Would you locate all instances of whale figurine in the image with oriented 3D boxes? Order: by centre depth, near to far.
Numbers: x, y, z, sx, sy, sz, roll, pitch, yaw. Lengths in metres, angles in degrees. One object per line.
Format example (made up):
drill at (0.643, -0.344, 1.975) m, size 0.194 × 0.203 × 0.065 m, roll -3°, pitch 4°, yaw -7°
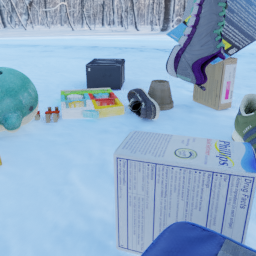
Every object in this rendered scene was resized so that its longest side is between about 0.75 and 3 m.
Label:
whale figurine at (-3.623, -0.634, 7.194) m, size 2.175 × 1.419 × 2.734 m, roll 31°, pitch 45°, yaw 21°

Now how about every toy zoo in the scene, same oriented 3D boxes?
toy zoo at (-1.281, -0.845, 9.482) m, size 1.950 × 0.304 × 2.972 m, roll -5°, pitch 22°, yaw -13°

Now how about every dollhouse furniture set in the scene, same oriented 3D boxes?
dollhouse furniture set at (-2.428, -0.464, 8.411) m, size 0.752 × 0.392 × 0.761 m, roll -3°, pitch 22°, yaw -9°

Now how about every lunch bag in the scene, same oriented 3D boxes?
lunch bag at (0.385, 1.665, 1.746) m, size 1.409 × 1.372 × 2.074 m, roll 14°, pitch 25°, yaw 31°

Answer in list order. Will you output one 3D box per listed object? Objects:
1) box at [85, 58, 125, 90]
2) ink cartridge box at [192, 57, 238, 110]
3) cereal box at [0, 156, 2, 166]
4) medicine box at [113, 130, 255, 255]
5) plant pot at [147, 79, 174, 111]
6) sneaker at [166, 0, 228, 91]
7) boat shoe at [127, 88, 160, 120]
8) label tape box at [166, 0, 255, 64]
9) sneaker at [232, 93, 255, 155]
box at (-0.944, -2.432, 12.414) m, size 1.516 × 1.069 × 2.049 m, roll 2°, pitch 22°, yaw 5°
ink cartridge box at (2.898, -1.600, 9.497) m, size 0.634 × 1.688 × 1.390 m, roll -10°, pitch 24°, yaw -25°
cereal box at (-3.317, 0.403, 5.976) m, size 0.954 × 0.262 × 1.326 m, roll -13°, pitch 42°, yaw -28°
medicine box at (0.679, 0.897, 3.573) m, size 1.585 × 1.444 × 0.816 m, roll 6°, pitch 23°, yaw 15°
plant pot at (1.073, -1.154, 9.495) m, size 1.019 × 0.885 × 1.019 m, roll 1°, pitch 21°, yaw 0°
sneaker at (1.344, -1.543, 4.414) m, size 0.812 × 1.855 × 0.690 m, roll 34°, pitch 27°, yaw 21°
boat shoe at (0.302, -0.801, 8.860) m, size 0.614 × 0.711 × 1.958 m, roll -6°, pitch 27°, yaw -22°
label tape box at (2.763, -3.119, 7.334) m, size 2.134 × 0.985 × 2.979 m, roll 21°, pitch -31°, yaw -31°
sneaker at (2.993, 0.098, 5.816) m, size 0.944 × 1.264 × 2.815 m, roll -2°, pitch 22°, yaw -4°
